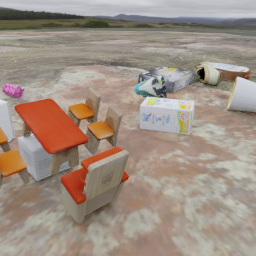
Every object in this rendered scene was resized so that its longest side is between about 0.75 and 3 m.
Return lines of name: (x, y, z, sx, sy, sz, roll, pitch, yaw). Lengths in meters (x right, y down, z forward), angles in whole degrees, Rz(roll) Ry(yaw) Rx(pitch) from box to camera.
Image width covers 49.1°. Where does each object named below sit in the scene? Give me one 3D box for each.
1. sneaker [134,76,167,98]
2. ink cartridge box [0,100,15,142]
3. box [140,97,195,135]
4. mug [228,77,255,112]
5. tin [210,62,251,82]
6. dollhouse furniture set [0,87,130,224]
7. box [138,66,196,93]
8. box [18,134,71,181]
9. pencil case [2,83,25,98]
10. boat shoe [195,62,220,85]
sneaker: (0.921, -1.512, 10.619, 0.872, 0.848, 2.189, -9, -1, 25)
ink cartridge box: (-4.876, -0.209, 7.720, 2.803, 1.177, 2.039, 16, 28, 32)
box: (1.222, -0.400, 8.639, 1.551, 0.786, 0.872, 8, 26, 16)
mug: (4.358, -1.167, 10.030, 1.219, 1.189, 1.484, 15, 33, 14)
tin: (5.046, -3.032, 14.914, 1.649, 0.617, 2.945, -24, 33, -34)
dollhouse furniture set: (-1.227, 0.247, 5.423, 2.825, 1.455, 2.795, -20, 49, -37)
box: (1.863, -2.354, 13.251, 1.837, 0.561, 2.319, 19, 30, 32)
box: (-1.915, 0.573, 6.468, 0.895, 0.771, 0.900, -19, 30, -37)
pencil case: (-4.820, -1.589, 11.696, 1.049, 0.492, 0.476, 15, 33, 33)
boat shoe: (3.758, -2.783, 13.915, 0.789, 0.880, 2.378, 2, 23, -8)
